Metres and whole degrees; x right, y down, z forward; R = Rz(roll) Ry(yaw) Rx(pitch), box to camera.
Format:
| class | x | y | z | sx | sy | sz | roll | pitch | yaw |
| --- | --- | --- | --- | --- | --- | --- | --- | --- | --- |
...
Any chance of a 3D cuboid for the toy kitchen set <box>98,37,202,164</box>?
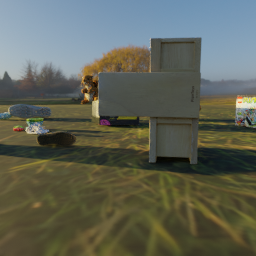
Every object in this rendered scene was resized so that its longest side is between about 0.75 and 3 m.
| class | x | y | z | sx | sy | sz | roll | pitch | yaw |
| --- | --- | --- | --- | --- | --- | --- | --- | --- | --- |
| toy kitchen set | 0.446 | -0.517 | 5.372 | 1.648 | 2.020 | 1.822 | 2 | 6 | 8 |

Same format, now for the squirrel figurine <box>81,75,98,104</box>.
| class | x | y | z | sx | sy | sz | roll | pitch | yaw |
| --- | --- | --- | --- | --- | --- | --- | --- | --- | --- |
| squirrel figurine | -1.287 | -1.438 | 9.987 | 0.706 | 0.931 | 0.997 | -11 | 12 | 32 |

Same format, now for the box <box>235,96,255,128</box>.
| class | x | y | z | sx | sy | sz | roll | pitch | yaw |
| --- | --- | --- | --- | --- | --- | --- | --- | --- | --- |
| box | 4.781 | -0.585 | 10.110 | 0.376 | 1.191 | 2.163 | -1 | 6 | -19 |

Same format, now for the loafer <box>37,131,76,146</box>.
| class | x | y | z | sx | sy | sz | roll | pitch | yaw |
| --- | --- | --- | --- | --- | --- | --- | --- | --- | --- |
| loafer | -1.611 | 0.225 | 6.420 | 0.926 | 0.352 | 0.312 | 1 | 11 | 10 |

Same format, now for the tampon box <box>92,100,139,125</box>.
| class | x | y | z | sx | sy | sz | roll | pitch | yaw |
| --- | --- | --- | --- | --- | --- | --- | --- | --- | --- |
| tampon box | -0.579 | -0.862 | 11.755 | 1.629 | 1.372 | 2.173 | -1 | 6 | -15 |

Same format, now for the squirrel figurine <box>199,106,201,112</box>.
| class | x | y | z | sx | sy | sz | roll | pitch | yaw |
| --- | --- | --- | --- | --- | --- | --- | --- | --- | --- |
| squirrel figurine | 2.570 | -0.856 | 13.790 | 1.925 | 1.363 | 1.797 | -18 | 24 | -23 |

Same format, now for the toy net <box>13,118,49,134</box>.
| class | x | y | z | sx | sy | sz | roll | pitch | yaw |
| --- | --- | --- | --- | --- | --- | --- | --- | --- | --- |
| toy net | -3.167 | -0.071 | 9.119 | 1.010 | 0.372 | 1.926 | -3 | 7 | -25 |

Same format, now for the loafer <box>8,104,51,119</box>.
| class | x | y | z | sx | sy | sz | roll | pitch | yaw |
| --- | --- | --- | --- | --- | --- | --- | --- | --- | --- |
| loafer | -5.256 | -0.846 | 14.970 | 2.249 | 0.786 | 0.785 | 5 | -4 | -40 |

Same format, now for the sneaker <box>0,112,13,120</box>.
| class | x | y | z | sx | sy | sz | roll | pitch | yaw |
| --- | --- | --- | --- | --- | --- | --- | --- | --- | --- |
| sneaker | -6.380 | -0.575 | 14.245 | 0.996 | 0.368 | 0.408 | -11 | 16 | -18 |
